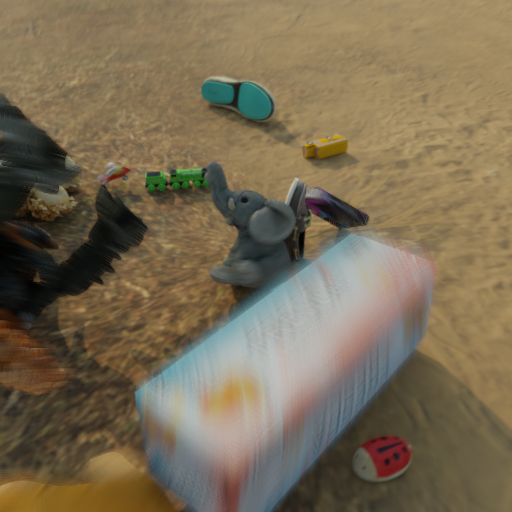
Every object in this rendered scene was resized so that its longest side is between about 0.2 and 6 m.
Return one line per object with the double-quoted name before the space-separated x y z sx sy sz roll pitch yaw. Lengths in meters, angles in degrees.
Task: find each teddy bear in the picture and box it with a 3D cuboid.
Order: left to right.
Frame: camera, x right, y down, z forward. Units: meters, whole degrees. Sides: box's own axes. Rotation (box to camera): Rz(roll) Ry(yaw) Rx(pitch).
"teddy bear" -5.513 -1.377 10.799 4.236 1.414 3.071 -6 43 -21

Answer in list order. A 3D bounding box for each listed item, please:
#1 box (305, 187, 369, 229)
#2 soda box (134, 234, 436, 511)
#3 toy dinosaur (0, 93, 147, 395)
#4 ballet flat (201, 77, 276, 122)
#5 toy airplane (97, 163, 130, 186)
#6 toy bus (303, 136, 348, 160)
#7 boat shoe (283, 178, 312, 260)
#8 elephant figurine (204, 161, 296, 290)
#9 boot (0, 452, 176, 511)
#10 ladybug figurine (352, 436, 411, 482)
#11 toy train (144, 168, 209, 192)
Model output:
"box" 1.296 -0.828 9.912 1.173 0.212 0.838 24 -12 -23
"soda box" 0.588 1.240 6.665 1.392 1.294 4.069 23 39 34
"toy dinosaur" -3.363 0.206 7.666 3.459 2.603 5.096 -47 62 -5
"ballet flat" -0.291 -4.236 14.917 0.974 0.974 2.803 -30 45 -35
"toy airplane" -2.983 -1.697 11.544 0.607 0.429 0.605 -10 12 27
"toy bus" 1.584 -2.483 12.921 1.028 0.335 0.402 -19 41 -25
"boat shoe" 0.672 -0.565 9.211 0.475 1.595 0.573 19 43 10
"elephant figurine" -0.013 -0.433 8.700 1.296 1.832 1.422 6 -2 32
"boot" -1.812 2.733 5.149 2.235 0.787 1.600 -19 26 -33
"ladybug figurine" 1.456 2.287 6.418 0.748 0.269 0.508 -16 39 -20
"toy train" -1.616 -1.609 11.657 1.432 0.404 0.299 -7 37 -8
